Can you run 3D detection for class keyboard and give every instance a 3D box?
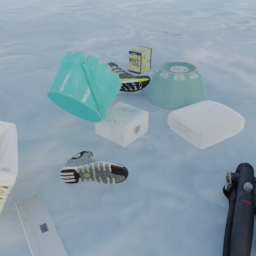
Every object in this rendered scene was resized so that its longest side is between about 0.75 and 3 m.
[{"bbox_3d":[-1.746,2.033,5.567,0.570,0.108,2.025,-13,34,-29],"label":"keyboard"}]

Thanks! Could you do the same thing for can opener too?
[{"bbox_3d":[2.259,1.629,5.504,1.019,0.822,2.593,15,34,21],"label":"can opener"}]

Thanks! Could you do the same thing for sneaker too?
[{"bbox_3d":[-0.797,0.878,6.940,1.648,0.618,0.952,0,30,2],"label":"sneaker"},{"bbox_3d":[-0.401,-2.056,10.946,2.569,0.949,1.040,4,76,4],"label":"sneaker"}]

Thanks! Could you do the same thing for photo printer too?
[{"bbox_3d":[2.453,-0.203,8.596,1.935,0.672,1.610,-18,36,-26],"label":"photo printer"}]

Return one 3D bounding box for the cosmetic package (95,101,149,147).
[{"bbox_3d":[-0.189,-0.157,8.489,1.179,0.724,1.175,22,37,33],"label":"cosmetic package"}]

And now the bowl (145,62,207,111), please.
[{"bbox_3d":[1.833,-1.696,10.504,2.352,1.230,2.352,-1,32,1],"label":"bowl"}]

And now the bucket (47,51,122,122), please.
[{"bbox_3d":[-1.192,-1.052,7.679,1.884,1.884,1.226,16,73,25],"label":"bucket"}]

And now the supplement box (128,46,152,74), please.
[{"bbox_3d":[0.564,-3.193,13.135,0.664,0.989,0.988,20,37,29],"label":"supplement box"}]

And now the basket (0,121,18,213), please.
[{"bbox_3d":[-3.249,0.806,5.984,1.440,1.310,2.124,12,25,-28],"label":"basket"}]
